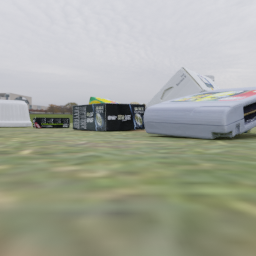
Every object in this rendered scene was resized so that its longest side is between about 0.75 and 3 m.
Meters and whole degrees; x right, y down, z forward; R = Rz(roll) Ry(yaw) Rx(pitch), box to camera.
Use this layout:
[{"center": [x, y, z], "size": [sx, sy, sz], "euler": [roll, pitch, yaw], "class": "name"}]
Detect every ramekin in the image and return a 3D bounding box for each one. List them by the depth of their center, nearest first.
[{"center": [-5.661, -0.622, 12.567], "size": [2.520, 1.174, 2.520], "euler": [-1, 2, 0], "class": "ramekin"}]

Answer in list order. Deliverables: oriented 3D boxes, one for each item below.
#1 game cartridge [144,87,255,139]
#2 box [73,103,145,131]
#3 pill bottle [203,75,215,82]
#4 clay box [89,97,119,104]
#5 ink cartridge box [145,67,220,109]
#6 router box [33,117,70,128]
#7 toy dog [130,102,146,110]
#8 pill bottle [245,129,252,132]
[{"center": [1.609, -0.358, 4.930], "size": [2.603, 0.532, 1.732], "euler": [-17, 10, -40], "class": "game cartridge"}, {"center": [-0.559, -0.297, 7.875], "size": [1.377, 0.724, 1.682], "euler": [-1, 2, -40], "class": "box"}, {"center": [4.166, -1.461, 15.385], "size": [1.490, 2.739, 1.490], "euler": [-1, 2, 0], "class": "pill bottle"}, {"center": [-0.510, -0.757, 12.185], "size": [2.720, 0.647, 1.563], "euler": [24, 12, 27], "class": "clay box"}, {"center": [1.748, -0.771, 8.213], "size": [1.577, 0.950, 2.170], "euler": [-48, -26, 25], "class": "ink cartridge box"}, {"center": [-2.975, -0.197, 10.819], "size": [1.299, 0.403, 0.973], "euler": [0, 1, -23], "class": "router box"}, {"center": [0.579, -0.473, 10.193], "size": [0.701, 0.960, 1.455], "euler": [-2, 2, 34], "class": "toy dog"}, {"center": [2.188, -0.249, 6.484], "size": [1.224, 0.697, 0.697], "euler": [1, 2, 15], "class": "pill bottle"}]
